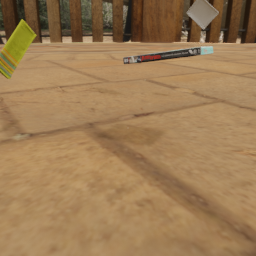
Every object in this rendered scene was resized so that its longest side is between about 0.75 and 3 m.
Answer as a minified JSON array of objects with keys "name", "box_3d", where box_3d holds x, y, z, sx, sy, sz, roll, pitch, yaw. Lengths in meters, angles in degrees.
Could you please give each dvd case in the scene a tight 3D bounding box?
[{"name":"dvd case","box_3d":[0.886,-1.564,6.030,1.652,0.182,1.206,-1,14,28]}]

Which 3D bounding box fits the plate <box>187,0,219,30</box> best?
[{"name":"plate","box_3d":[2.538,-3.932,9.513,0.140,0.866,0.865,-48,2,-29]}]

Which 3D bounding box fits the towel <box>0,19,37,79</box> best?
[{"name":"towel","box_3d":[-2.612,-1.821,6.513,0.119,1.321,0.568,19,-16,21]}]
